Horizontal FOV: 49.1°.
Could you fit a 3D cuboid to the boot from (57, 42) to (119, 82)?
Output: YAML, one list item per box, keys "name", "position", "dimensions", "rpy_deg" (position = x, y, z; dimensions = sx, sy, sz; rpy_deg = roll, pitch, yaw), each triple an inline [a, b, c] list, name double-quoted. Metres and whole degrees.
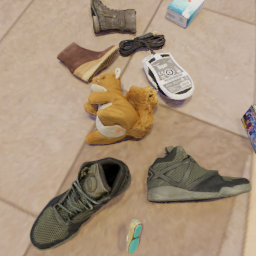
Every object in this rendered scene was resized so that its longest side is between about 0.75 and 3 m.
- name: "boot"
  position: [-1.277, -2.403, 9.017]
  dimensions: [1.404, 0.611, 1.687]
  rpy_deg: [42, 76, 14]

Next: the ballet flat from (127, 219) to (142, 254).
- name: "ballet flat"
  position: [0.104, 2.324, 6.055]
  dimensions: [0.295, 0.295, 0.835]
  rpy_deg: [14, 112, 6]

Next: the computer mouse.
- name: "computer mouse"
  position: [0.975, -1.867, 8.817]
  dimensions: [1.588, 0.635, 2.896]
  rpy_deg: [-21, 63, -15]

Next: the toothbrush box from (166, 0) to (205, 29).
- name: "toothbrush box"
  position: [2.020, -4.219, 9.864]
  dimensions: [0.863, 0.503, 1.179]
  rpy_deg: [35, 70, 14]

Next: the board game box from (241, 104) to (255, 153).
- name: "board game box"
  position: [3.681, -0.022, 7.669]
  dimensions: [0.373, 1.208, 1.209]
  rpy_deg: [-12, 68, -5]

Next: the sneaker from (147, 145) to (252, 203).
- name: "sneaker"
  position: [1.802, 1.134, 7.272]
  dimensions: [2.661, 1.017, 1.524]
  rpy_deg: [-2, 73, 5]

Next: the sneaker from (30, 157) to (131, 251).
- name: "sneaker"
  position: [-1.209, 1.706, 6.689]
  dimensions: [2.963, 1.697, 1.133]
  rpy_deg: [-35, 69, -11]

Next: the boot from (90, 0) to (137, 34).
- name: "boot"
  position: [-0.487, -3.991, 9.776]
  dimensions: [1.558, 0.619, 1.789]
  rpy_deg: [-7, 74, -7]

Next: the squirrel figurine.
- name: "squirrel figurine"
  position: [-0.216, -0.699, 8.054]
  dimensions: [2.087, 1.477, 1.948]
  rpy_deg: [2, 55, -14]
